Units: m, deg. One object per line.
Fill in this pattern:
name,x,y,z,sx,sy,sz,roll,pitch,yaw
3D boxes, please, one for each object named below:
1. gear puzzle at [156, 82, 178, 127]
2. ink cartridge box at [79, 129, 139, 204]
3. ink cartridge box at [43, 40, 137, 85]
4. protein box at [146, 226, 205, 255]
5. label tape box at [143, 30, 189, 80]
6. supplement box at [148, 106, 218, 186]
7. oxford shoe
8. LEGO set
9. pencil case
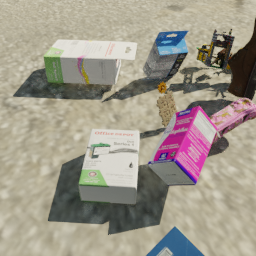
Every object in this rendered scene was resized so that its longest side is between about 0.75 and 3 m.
gear puzzle,0.953,-0.634,7.275,0.611,1.180,0.155,-34,30,-24
ink cartridge box,-0.354,0.787,6.149,1.165,0.673,1.595,2,44,2
ink cartridge box,-1.147,-2.232,9.439,2.848,0.959,1.668,3,36,4
protein box,0.737,2.274,4.168,1.030,0.700,1.037,-39,59,-17
label tape box,1.278,-2.333,9.014,1.142,1.593,0.527,-13,63,-26
supplement box,1.175,0.371,5.862,0.759,0.775,1.500,-16,34,50
oxford shoe,3.349,-2.024,7.931,1.016,2.408,0.875,20,25,27
LEGO set,3.421,-2.684,9.405,2.138,1.239,1.644,12,24,5
pencil case,2.383,-0.165,6.837,1.593,0.660,0.689,-28,45,-17
